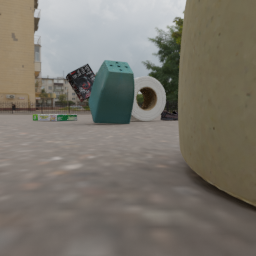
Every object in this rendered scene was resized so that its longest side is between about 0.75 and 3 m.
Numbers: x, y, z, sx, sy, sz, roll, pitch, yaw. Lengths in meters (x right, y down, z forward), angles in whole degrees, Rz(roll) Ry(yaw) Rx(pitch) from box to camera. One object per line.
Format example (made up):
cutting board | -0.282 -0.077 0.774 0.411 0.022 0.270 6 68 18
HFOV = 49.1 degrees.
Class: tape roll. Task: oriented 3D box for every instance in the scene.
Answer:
tape roll | 0.556 -1.317 12.910 2.013 2.013 1.382 -1 4 -23

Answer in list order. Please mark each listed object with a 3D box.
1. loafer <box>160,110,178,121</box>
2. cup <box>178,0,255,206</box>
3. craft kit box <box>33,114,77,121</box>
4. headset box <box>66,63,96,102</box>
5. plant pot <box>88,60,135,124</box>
loafer | 2.293 -0.640 14.012 1.659 0.523 0.596 -3 4 -40
cup | 1.546 -1.052 1.465 2.892 2.068 2.892 -12 11 2
craft kit box | -3.462 -0.497 13.372 1.476 0.363 1.495 -1 2 26
headset box | -1.611 -1.653 10.597 0.931 1.252 0.470 -35 7 -25
plant pot | -0.484 -1.249 9.340 1.279 1.810 1.279 2 37 -20
